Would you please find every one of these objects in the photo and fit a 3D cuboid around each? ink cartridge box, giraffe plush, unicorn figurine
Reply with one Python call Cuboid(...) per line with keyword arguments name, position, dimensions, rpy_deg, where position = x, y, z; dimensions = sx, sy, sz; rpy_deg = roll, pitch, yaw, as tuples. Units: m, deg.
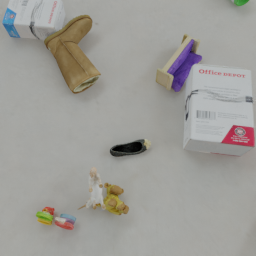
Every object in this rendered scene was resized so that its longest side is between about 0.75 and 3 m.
Cuboid(name="ink cartridge box", position=(-3.832, -4.555, 11.612), dimensions=(2.119, 0.887, 1.537), rpy_deg=(6, 68, 3))
Cuboid(name="giraffe plush", position=(-0.452, 2.214, 8.970), dimensions=(1.073, 0.926, 0.870), rpy_deg=(-11, 48, 36))
Cuboid(name="ink cartridge box", position=(3.125, -0.642, 9.831), dimensions=(2.101, 1.206, 2.894), rpy_deg=(7, 68, 3))
Cuboid(name="unicorn figurine", position=(-1.021, 1.990, 8.511), dimensions=(0.636, 1.183, 1.722), rpy_deg=(10, 99, -16))

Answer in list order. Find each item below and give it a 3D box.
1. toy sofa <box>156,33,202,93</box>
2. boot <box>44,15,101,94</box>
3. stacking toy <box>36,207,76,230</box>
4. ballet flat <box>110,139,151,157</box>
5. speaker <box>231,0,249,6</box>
Cuboid(name="toy sofa", position=(2.046, -2.478, 10.769), dimensions=(1.046, 0.888, 2.144), rpy_deg=(33, 71, 14))
Cuboid(name="boot", position=(-1.810, -2.913, 11.009), dimensions=(2.288, 0.864, 2.613), rpy_deg=(-35, 70, 0))
Cuboid(name="stacking toy", position=(-2.200, 2.661, 8.595), dimensions=(1.207, 1.092, 0.510), rpy_deg=(11, 56, 6))
Cuboid(name="ballet flat", position=(0.098, 0.707, 9.690), dimensions=(1.475, 0.419, 0.490), rpy_deg=(-14, 78, -7))
Cuboid(name="speaker", position=(4.638, -6.416, 12.388), dimensions=(0.912, 0.912, 2.062), rpy_deg=(-20, 69, -8))
